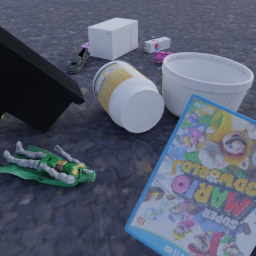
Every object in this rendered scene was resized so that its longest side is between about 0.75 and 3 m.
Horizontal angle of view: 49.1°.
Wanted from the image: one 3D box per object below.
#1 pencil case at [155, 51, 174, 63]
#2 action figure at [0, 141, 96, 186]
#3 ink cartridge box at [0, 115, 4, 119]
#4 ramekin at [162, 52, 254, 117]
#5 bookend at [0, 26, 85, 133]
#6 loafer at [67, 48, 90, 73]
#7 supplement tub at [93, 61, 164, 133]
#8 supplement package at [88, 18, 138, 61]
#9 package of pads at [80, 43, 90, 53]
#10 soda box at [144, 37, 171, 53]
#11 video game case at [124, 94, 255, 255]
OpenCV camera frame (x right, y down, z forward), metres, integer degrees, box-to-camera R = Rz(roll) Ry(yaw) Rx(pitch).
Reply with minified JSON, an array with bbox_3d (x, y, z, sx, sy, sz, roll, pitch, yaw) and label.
[{"bbox_3d":[1.680,-2.937,11.854,1.034,0.484,0.469,12,-10,19],"label":"pencil case"},{"bbox_3d":[-1.626,0.796,6.012,2.043,0.559,1.207,13,32,13],"label":"action figure"},{"bbox_3d":[-5.023,-0.929,8.540,2.629,0.630,1.913,-4,33,-6],"label":"ink cartridge box"},{"bbox_3d":[2.164,-1.172,8.149,2.505,1.315,2.505,4,32,-2],"label":"ramekin"},{"bbox_3d":[-3.135,-0.710,7.278,2.803,2.786,1.291,34,15,-34],"label":"bookend"},{"bbox_3d":[-2.067,-2.806,11.522,0.639,0.560,1.779,6,33,10],"label":"loafer"},{"bbox_3d":[-0.028,-0.884,7.734,1.443,1.443,1.995,-13,35,-20],"label":"supplement tub"},{"bbox_3d":[-0.642,-4.146,12.897,1.311,1.327,2.189,19,37,26],"label":"supplement package"},{"bbox_3d":[-1.905,-3.817,13.330,0.479,0.301,0.794,9,34,14],"label":"package of pads"},{"bbox_3d":[1.414,-3.994,13.455,1.363,0.464,0.434,-24,40,-32],"label":"soda box"},{"bbox_3d":[1.153,0.914,3.995,1.679,2.346,0.209,28,9,17],"label":"video game case"}]
